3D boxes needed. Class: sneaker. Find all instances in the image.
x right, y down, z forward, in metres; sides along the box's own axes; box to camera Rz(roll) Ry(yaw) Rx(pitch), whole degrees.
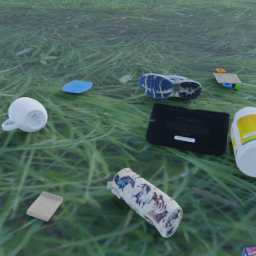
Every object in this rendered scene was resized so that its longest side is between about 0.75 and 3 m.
[{"bbox_3d":[1.982,-2.011,13.409,2.937,1.132,1.251,12,25,4],"label":"sneaker"}]

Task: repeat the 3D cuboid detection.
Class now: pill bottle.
[{"bbox_3d":[4.207,0.338,9.358,1.398,1.398,2.479,6,34,9],"label":"pill bottle"}]

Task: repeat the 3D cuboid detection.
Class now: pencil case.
[{"bbox_3d":[0.450,1.944,7.436,0.962,0.836,2.150,-26,42,-35],"label":"pencil case"}]

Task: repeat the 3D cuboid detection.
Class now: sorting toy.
[{"bbox_3d":[-2.291,2.172,7.758,0.718,0.141,0.776,12,40,17],"label":"sorting toy"},{"bbox_3d":[5.183,-2.532,14.693,1.293,0.313,2.297,5,34,0],"label":"sorting toy"}]

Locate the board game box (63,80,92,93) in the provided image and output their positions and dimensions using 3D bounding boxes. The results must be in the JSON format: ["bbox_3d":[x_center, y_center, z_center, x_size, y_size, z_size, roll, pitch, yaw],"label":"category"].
[{"bbox_3d":[-2.474,-1.924,13.807,1.474,0.287,1.165,10,39,24],"label":"board game box"}]

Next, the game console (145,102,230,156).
[{"bbox_3d":[2.353,-0.034,10.943,2.841,1.654,2.499,9,65,15],"label":"game console"}]

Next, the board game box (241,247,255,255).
[{"bbox_3d":[3.698,3.396,5.590,2.093,0.456,2.103,-1,34,-3],"label":"board game box"}]

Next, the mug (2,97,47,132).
[{"bbox_3d":[-3.817,-0.356,10.331,1.647,1.216,1.444,-29,28,-26],"label":"mug"}]
